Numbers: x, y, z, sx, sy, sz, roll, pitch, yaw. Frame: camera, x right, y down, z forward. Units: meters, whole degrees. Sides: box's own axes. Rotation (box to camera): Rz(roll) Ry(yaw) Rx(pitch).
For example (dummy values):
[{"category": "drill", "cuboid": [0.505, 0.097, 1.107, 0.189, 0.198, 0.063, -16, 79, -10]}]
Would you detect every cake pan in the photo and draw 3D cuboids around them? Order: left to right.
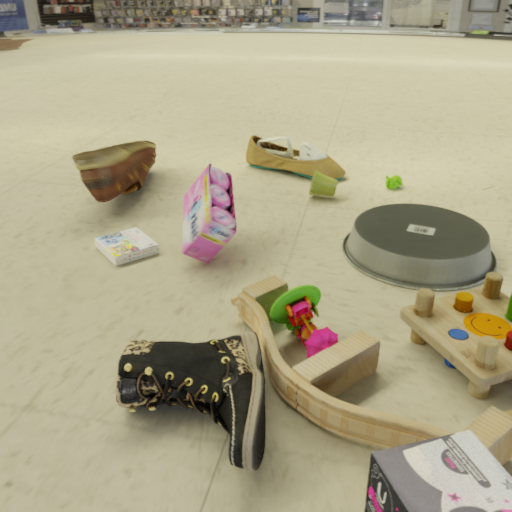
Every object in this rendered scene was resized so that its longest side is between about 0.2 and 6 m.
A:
[{"category": "cake pan", "cuboid": [3.059, -0.281, 10.541, 2.848, 0.522, 2.848, 0, 28, 0]}]

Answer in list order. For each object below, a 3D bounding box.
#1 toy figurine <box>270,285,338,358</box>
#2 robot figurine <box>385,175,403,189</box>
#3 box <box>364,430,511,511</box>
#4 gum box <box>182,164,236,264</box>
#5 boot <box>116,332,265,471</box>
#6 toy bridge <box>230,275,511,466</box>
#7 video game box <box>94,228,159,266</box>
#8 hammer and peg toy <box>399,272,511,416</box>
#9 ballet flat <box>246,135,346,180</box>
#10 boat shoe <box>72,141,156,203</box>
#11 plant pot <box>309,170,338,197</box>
[{"category": "toy figurine", "cuboid": [0.766, 1.098, 7.767, 0.800, 1.066, 0.981, -24, 53, -8]}, {"category": "robot figurine", "cuboid": [3.355, -1.798, 13.656, 0.437, 0.288, 0.499, 23, 36, 39]}, {"category": "box", "cuboid": [1.815, 2.494, 4.789, 1.127, 0.979, 1.706, -8, 29, -14]}, {"category": "gum box", "cuboid": [-0.894, -0.833, 10.462, 0.565, 0.970, 1.708, 23, 39, -28]}, {"category": "boot", "cuboid": [-0.762, 1.621, 6.589, 1.728, 0.840, 2.295, 0, 24, -2]}, {"category": "toy bridge", "cuboid": [0.990, 1.460, 7.183, 1.425, 0.577, 4.239, -21, 35, -34]}, {"category": "video game box", "cuboid": [-2.470, -0.190, 10.681, 0.891, 0.229, 0.978, -16, 32, -32]}, {"category": "hammer and peg toy", "cuboid": [3.268, 1.182, 7.389, 1.813, 0.869, 2.465, -10, 30, -19]}, {"category": "ballet flat", "cuboid": [0.967, -2.585, 14.505, 2.805, 0.884, 0.963, 13, 30, 22]}, {"category": "boat shoe", "cuboid": [-3.199, -2.031, 13.222, 1.231, 1.155, 3.420, -8, 15, 11]}, {"category": "plant pot", "cuboid": [1.580, -1.628, 12.989, 0.549, 0.597, 0.597, 17, 31, 9]}]
